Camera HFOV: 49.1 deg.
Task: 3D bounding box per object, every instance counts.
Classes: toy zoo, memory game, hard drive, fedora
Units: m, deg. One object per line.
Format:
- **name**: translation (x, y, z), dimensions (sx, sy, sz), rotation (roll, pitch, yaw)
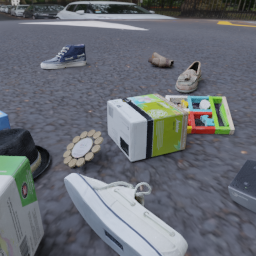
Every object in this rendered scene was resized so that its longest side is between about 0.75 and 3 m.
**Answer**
- **toy zoo**: translation (2.058, -0.460, 9.018), dimensions (2.364, 0.242, 1.551), rotation (1, 47, 3)
- **memory game**: translation (-1.146, 0.512, 7.141), dimensions (1.209, 0.077, 1.209), rotation (-21, 39, 18)
- **hard drive**: translation (3.258, 1.394, 5.579), dimensions (2.162, 0.457, 1.458), rotation (18, 32, 33)
- **fedora**: translation (-2.868, 0.599, 6.682), dimensions (2.004, 0.915, 2.004), rotation (0, 27, 0)

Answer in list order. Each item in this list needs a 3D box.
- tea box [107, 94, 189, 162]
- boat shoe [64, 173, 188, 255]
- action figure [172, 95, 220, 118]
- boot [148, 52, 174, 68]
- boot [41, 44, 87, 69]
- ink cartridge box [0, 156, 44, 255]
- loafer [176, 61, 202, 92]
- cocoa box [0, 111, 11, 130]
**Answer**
- **tea box**: translation (0.493, -0.097, 7.824), dimensions (1.687, 1.146, 1.715), rotation (-10, 28, -22)
- **boat shoe**: translation (-0.046, 1.383, 4.878), dimensions (1.096, 0.950, 2.571), rotation (-31, 40, -31)
- **action figure**: translation (2.248, -0.743, 9.832), dimensions (1.807, 0.627, 1.176), rotation (0, 33, 7)
- **boot**: translation (2.005, -3.931, 16.372), dimensions (1.370, 0.658, 1.874), rotation (14, 30, 13)
- **boot**: translation (-3.678, -4.105, 15.944), dimensions (2.645, 1.195, 0.962), rotation (-14, 29, -26)
- **ink cartridge box**: translation (-2.058, 1.653, 3.679), dimensions (0.957, 1.650, 2.279), rotation (2, 27, 5)
- **loafer**: translation (2.823, -2.393, 12.840), dimensions (0.980, 0.857, 2.727), rotation (11, 28, 21)
- **cocoa box**: translation (-4.056, 0.122, 7.638), dimensions (0.938, 0.923, 1.406), rotation (22, 33, 37)
